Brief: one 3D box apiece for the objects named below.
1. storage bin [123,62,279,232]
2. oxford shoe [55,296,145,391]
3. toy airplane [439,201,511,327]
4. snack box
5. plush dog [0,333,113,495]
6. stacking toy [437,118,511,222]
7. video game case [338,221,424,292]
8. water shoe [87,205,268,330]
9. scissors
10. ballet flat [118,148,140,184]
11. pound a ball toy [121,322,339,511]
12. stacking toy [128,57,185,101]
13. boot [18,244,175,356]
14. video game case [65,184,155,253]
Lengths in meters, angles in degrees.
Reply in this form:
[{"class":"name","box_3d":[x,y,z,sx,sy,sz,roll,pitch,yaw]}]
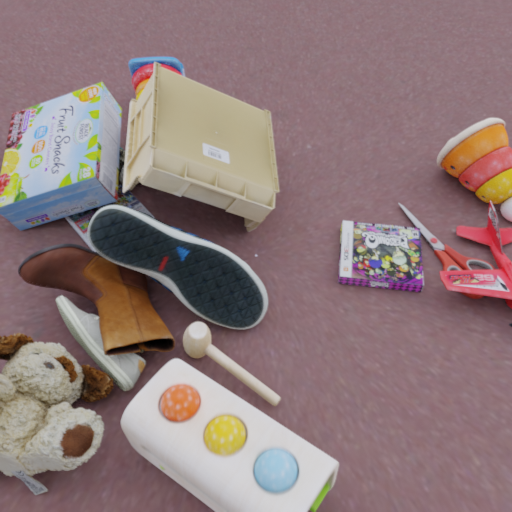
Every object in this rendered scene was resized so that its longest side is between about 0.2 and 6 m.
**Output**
[{"class":"storage bin","box_3d":[-1.031,-1.997,10.807,2.648,1.241,2.629,16,51,-28]},{"class":"oxford shoe","box_3d":[-2.593,1.366,9.333,2.071,0.778,0.598,40,63,20]},{"class":"toy airplane","box_3d":[4.585,0.203,10.347,2.893,0.532,2.893,3,52,-4]},{"class":"snack box","box_3d":[-3.939,-2.047,11.371,2.244,0.901,2.661,-14,57,12]},{"class":"plush dog","box_3d":[-3.353,2.174,8.426,2.310,1.853,1.984,29,38,-9]},{"class":"stacking toy","box_3d":[4.836,-1.594,11.405,1.527,1.527,2.090,-22,71,-16]},{"class":"video game case","box_3d":[2.368,-0.016,10.685,1.550,0.277,1.405,7,53,5]},{"class":"water shoe","box_3d":[-1.259,0.064,9.853,3.359,1.326,1.201,32,96,-9]},{"class":"scissors","box_3d":[3.480,-0.144,10.841,0.919,0.175,2.513,-36,62,-22]},{"class":"ballet flat","box_3d":[-2.868,-1.959,11.982,2.271,0.770,0.855,25,77,25]},{"class":"pound a ball toy","box_3d":[-0.355,2.317,8.046,3.272,1.390,2.134,28,56,24]},{"class":"stacking toy","box_3d":[-2.256,-3.321,12.800,1.255,1.327,2.286,-2,64,-1]},{"class":"boot","box_3d":[-2.693,0.839,9.322,2.172,0.790,2.307,8,35,-35]},{"class":"video game case","box_3d":[-2.957,-0.759,11.334,1.382,0.159,1.259,-34,60,-22]}]
